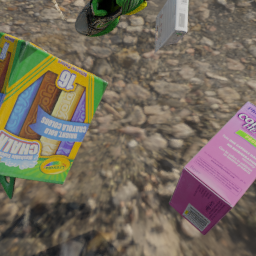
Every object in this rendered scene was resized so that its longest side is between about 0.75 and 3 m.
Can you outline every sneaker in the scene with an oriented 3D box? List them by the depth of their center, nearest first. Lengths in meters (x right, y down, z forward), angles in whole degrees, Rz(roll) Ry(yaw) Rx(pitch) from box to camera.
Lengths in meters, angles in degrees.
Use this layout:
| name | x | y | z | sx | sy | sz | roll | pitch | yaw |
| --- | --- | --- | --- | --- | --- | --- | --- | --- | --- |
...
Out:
| name | x | y | z | sx | sy | sz | roll | pitch | yaw |
| --- | --- | --- | --- | --- | --- | --- | --- | --- | --- |
| sneaker | -0.599 | -2.712 | 6.304 | 0.971 | 2.280 | 0.889 | -26 | 99 | -39 |

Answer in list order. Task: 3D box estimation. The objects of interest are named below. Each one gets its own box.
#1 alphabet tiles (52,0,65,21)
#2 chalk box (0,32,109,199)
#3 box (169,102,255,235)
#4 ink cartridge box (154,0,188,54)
| name | x | y | z | sx | sy | sz | roll | pitch | yaw |
| --- | --- | --- | --- | --- | --- | --- | --- | --- | --- |
| alphabet tiles | -2.078 | -3.566 | 7.792 | 0.085 | 1.162 | 1.136 | -29 | 27 | -1 |
| chalk box | -1.882 | -0.079 | 5.078 | 1.657 | 1.645 | 2.654 | 28 | 94 | 47 |
| box | 1.577 | 0.684 | 4.525 | 0.807 | 1.468 | 1.669 | 39 | 63 | 22 |
| ink cartridge box | 0.929 | -2.290 | 6.164 | 0.311 | 1.242 | 1.000 | 6 | 80 | -12 |
